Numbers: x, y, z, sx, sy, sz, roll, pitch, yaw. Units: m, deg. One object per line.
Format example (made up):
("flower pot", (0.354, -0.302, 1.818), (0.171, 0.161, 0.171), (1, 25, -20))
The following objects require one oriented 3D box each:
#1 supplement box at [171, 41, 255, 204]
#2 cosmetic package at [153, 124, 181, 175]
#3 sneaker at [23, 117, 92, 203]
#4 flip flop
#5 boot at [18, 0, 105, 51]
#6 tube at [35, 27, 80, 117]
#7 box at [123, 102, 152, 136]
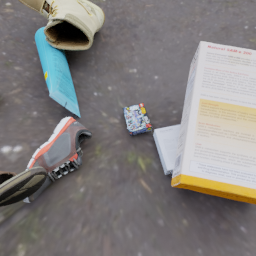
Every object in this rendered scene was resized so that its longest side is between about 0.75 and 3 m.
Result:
("supplement box", (2.100, -0.102, 5.805), (1.886, 1.100, 2.993), (12, 75, 4))
("cosmetic package", (1.405, 0.421, 6.542), (1.399, 0.361, 1.055), (-10, 65, -7))
("sneaker", (-1.488, 0.714, 6.159), (0.889, 0.836, 2.170), (25, 62, 5))
("flip flop", (-2.600, 1.196, 5.279), (2.279, 0.924, 0.656), (-26, 72, 15))
("boot", (-2.144, -3.243, 7.978), (2.796, 1.018, 2.173), (22, 38, -11))
("tube", (-1.944, -1.623, 7.612), (0.743, 1.142, 2.950), (-36, 53, 17))
("box", (0.225, -0.233, 7.012), (0.573, 0.167, 0.838), (-15, 52, -1))
